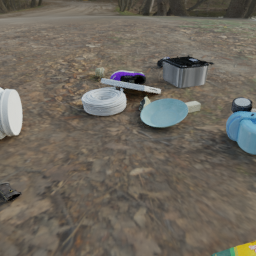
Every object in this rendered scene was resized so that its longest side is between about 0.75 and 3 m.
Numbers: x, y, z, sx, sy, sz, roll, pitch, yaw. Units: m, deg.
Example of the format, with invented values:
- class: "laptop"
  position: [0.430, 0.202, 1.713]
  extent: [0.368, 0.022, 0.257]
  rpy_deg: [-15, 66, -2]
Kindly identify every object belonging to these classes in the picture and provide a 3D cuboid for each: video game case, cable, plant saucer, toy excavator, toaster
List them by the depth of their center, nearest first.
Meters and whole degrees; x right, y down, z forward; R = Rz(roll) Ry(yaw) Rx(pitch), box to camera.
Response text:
- class: "toy excavator"
  position: [4.393, 0.413, 8.622]
  extent: [2.643, 1.358, 2.719]
  rpy_deg: [7, 41, 17]
- class: "plant saucer"
  position: [1.413, -0.496, 10.810]
  extent: [1.837, 0.354, 1.837]
  rpy_deg: [-10, 37, 8]
- class: "cable"
  position: [-1.022, -1.141, 12.014]
  extent: [1.899, 0.658, 1.899]
  rpy_deg: [-4, 29, -6]
- class: "video game case"
  position: [0.184, -1.985, 13.287]
  extent: [2.235, 0.256, 2.034]
  rpy_deg: [14, 9, 25]
- class: "toaster"
  position: [3.142, -3.069, 15.067]
  extent: [1.895, 1.244, 2.096]
  rpy_deg: [-12, 30, -23]

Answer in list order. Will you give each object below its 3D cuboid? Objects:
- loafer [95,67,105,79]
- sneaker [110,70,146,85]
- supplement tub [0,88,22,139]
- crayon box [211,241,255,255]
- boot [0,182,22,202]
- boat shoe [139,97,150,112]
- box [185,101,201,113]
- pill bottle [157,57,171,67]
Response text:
- class: "loafer"
  position: [-1.593, -3.122, 15.964]
  extent: [0.524, 0.581, 1.535]
  rpy_deg: [-5, 19, -8]
- class: "sneaker"
  position: [0.047, -2.588, 14.757]
  extent: [1.935, 0.673, 0.963]
  rpy_deg: [-5, 29, -9]
- class: "supplement tub"
  position: [-5.096, -0.485, 9.450]
  extent: [2.548, 1.853, 1.853]
  rpy_deg: [-2, 28, -5]
- class: "crayon box"
  position: [2.511, 2.592, 4.952]
  extent: [1.812, 0.528, 1.076]
  rpy_deg: [-9, 29, -16]
- class: "boot"
  position: [-3.180, 1.656, 7.042]
  extent: [0.796, 0.275, 0.693]
  rpy_deg: [-21, 33, -38]
- class: "boat shoe"
  position: [0.688, -0.834, 11.801]
  extent: [0.432, 0.459, 1.279]
  rpy_deg: [-30, 26, 23]
- class: "box"
  position: [2.548, -0.860, 11.807]
  extent: [0.977, 0.334, 0.401]
  rpy_deg: [-11, 29, -21]
- class: "pill bottle"
  position: [2.342, -4.229, 18.028]
  extent: [0.569, 0.569, 1.017]
  rpy_deg: [24, 36, 38]
